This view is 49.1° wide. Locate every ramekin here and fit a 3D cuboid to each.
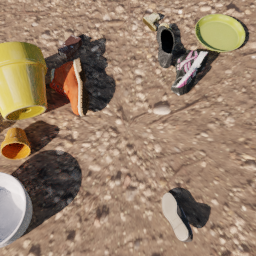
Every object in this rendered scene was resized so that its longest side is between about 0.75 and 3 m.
[{"bbox_3d":[-4.173,2.654,8.833,2.317,1.216,2.317,0,64,-1],"label":"ramekin"}]

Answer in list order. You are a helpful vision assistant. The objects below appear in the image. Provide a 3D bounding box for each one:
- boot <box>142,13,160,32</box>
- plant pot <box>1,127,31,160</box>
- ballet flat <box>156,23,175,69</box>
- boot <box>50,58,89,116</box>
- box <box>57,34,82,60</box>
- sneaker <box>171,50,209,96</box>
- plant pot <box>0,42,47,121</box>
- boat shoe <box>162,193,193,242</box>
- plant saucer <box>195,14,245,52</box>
[{"bbox_3d":[1.210,-4.941,13.009,0.729,0.340,0.943,-31,67,-15],"label":"boot"},{"bbox_3d":[-4.038,0.504,10.097,0.977,0.977,0.894,-14,49,-6],"label":"plant pot"},{"bbox_3d":[1.715,-3.658,12.007,0.897,0.767,2.700,12,54,-13],"label":"ballet flat"},{"bbox_3d":[-2.331,-1.485,11.060,1.426,0.998,2.659,-14,58,-1],"label":"boot"},{"bbox_3d":[-2.541,-3.569,12.312,0.539,0.403,1.077,28,65,13],"label":"box"},{"bbox_3d":[2.332,-2.338,11.538,1.053,0.980,2.439,26,58,23],"label":"sneaker"},{"bbox_3d":[-4.061,-1.579,10.387,2.415,2.415,2.272,-19,81,-9],"label":"plant pot"},{"bbox_3d":[1.581,2.898,9.047,0.576,0.491,1.722,-38,40,14],"label":"boat shoe"},{"bbox_3d":[4.107,-4.223,12.654,2.231,0.347,2.231,0,63,0],"label":"plant saucer"}]
